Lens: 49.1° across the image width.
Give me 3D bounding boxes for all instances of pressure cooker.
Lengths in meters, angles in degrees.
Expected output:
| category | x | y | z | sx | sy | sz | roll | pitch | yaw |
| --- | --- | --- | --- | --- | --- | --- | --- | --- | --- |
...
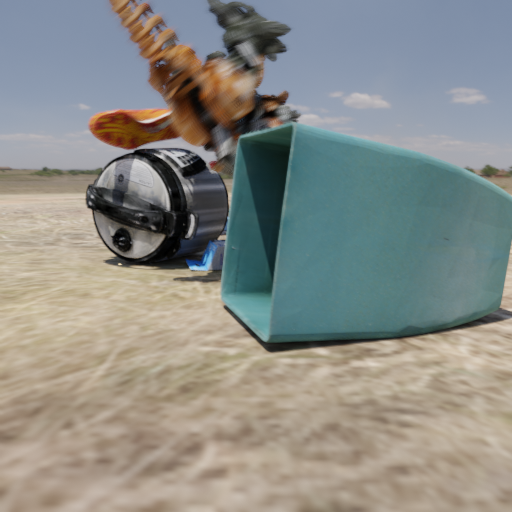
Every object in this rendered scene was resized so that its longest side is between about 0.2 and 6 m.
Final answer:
| category | x | y | z | sx | sy | sz | roll | pitch | yaw |
| --- | --- | --- | --- | --- | --- | --- | --- | --- | --- |
| pressure cooker | -1.807 | -0.875 | 10.206 | 2.030 | 2.061 | 2.308 | -29 | -7 | 30 |

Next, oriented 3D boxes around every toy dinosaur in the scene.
| category | x | y | z | sx | sy | sz | roll | pitch | yaw |
| --- | --- | --- | --- | --- | --- | --- | --- | --- | --- |
| toy dinosaur | -0.454 | -2.448 | 8.396 | 2.162 | 4.232 | 2.872 | -13 | 47 | 12 |

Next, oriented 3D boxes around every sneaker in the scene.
| category | x | y | z | sx | sy | sz | roll | pitch | yaw |
| --- | --- | --- | --- | --- | --- | --- | --- | --- | --- |
| sneaker | -2.107 | -2.232 | 9.765 | 0.715 | 0.676 | 1.853 | 22 | 23 | 39 |

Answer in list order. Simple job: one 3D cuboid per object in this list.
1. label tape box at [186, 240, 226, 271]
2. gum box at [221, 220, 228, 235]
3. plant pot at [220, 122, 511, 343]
| category | x | y | z | sx | sy | sz | roll | pitch | yaw |
| --- | --- | --- | --- | --- | --- | --- | --- | --- | --- |
| label tape box | -0.508 | -0.037 | 9.749 | 1.356 | 0.448 | 0.972 | 0 | 8 | -12 |
| gum box | -1.788 | -0.831 | 15.152 | 2.056 | 0.458 | 1.747 | 6 | 10 | 38 |
| plant pot | 1.235 | -0.191 | 6.149 | 2.759 | 1.949 | 1.950 | 5 | 6 | -18 |
